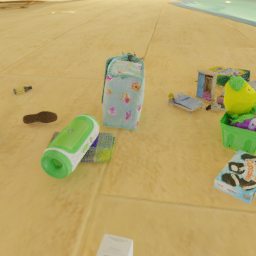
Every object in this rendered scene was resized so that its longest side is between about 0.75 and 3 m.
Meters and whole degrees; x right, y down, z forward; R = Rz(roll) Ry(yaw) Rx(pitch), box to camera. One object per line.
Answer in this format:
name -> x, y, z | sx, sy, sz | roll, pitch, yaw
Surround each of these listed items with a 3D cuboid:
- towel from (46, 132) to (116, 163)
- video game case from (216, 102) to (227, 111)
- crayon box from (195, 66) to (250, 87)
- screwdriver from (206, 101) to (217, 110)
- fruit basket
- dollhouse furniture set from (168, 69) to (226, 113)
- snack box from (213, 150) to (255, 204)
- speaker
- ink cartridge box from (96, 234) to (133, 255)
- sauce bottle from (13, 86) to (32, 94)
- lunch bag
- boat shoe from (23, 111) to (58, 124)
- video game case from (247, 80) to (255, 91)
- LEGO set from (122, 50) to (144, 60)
towel -> -1.555, 0.589, 9.146 | 2.191, 0.250, 1.574 | 3, 31, 4
video game case -> 4.056, -0.937, 11.782 | 0.698, 0.088, 0.766 | 10, 33, 16
crayon box -> 4.532, -2.521, 13.603 | 1.383, 0.567, 2.200 | -24, 30, -33
screwdriver -> 3.658, -1.012, 11.836 | 1.239, 0.173, 0.180 | -26, 71, -36
fruit basket -> 3.922, -0.577, 9.213 | 1.690, 2.343, 2.343 | 18, 36, 27
dollhouse furniture set -> 2.861, -1.433, 11.351 | 1.956, 1.276, 1.847 | -22, 34, -30
snack box -> 3.269, 1.306, 7.904 | 1.020, 0.326, 1.756 | 23, 38, 32
speaker -> -1.656, 0.464, 8.406 | 1.011, 1.011, 2.287 | 9, 34, 14
ink cartridge box -> -0.340, 2.773, 4.850 | 0.584, 1.017, 1.400 | 7, 32, 12
sauce bottle -> -4.882, -1.782, 13.000 | 0.845, 0.273, 0.273 | -18, 36, -31
lunch bag -> -0.191, -1.488, 10.653 | 1.564, 2.184, 2.564 | 7, 31, -4
boat shoe -> -3.223, -0.384, 10.439 | 1.299, 0.463, 0.419 | -3, 1, 3
video game case -> 6.617, -1.620, 12.706 | 2.352, 0.285, 2.583 | -10, 32, -14
LEGO set -> 0.228, -4.293, 17.091 | 0.953, 0.416, 1.468 | -24, 52, -30
